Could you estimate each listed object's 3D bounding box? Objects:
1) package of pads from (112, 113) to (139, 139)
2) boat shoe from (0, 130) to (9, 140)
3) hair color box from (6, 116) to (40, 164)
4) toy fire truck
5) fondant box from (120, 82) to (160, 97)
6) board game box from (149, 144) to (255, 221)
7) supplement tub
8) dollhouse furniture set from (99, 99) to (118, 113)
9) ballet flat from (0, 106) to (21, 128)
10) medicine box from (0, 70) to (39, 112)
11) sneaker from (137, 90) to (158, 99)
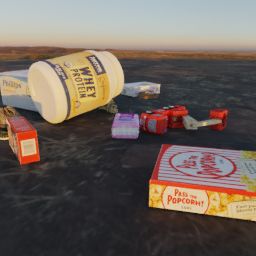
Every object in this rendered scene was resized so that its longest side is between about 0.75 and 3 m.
[{"bbox_3d":[-0.048,-0.078,8.420,0.776,0.487,1.287,4,17,2],"label":"package of pads"},{"bbox_3d":[-3.269,0.093,8.162,0.930,0.308,0.348,-12,21,-33],"label":"boat shoe"},{"bbox_3d":[-2.612,0.250,6.894,0.461,0.764,1.504,-10,19,-28],"label":"hair color box"},{"bbox_3d":[1.766,-0.236,8.751,2.416,0.589,1.704,-14,22,-39],"label":"toy fire truck"},{"bbox_3d":[0.610,-2.068,14.809,1.790,0.521,1.292,-14,22,-35],"label":"fondant box"},{"bbox_3d":[1.648,0.914,5.104,2.297,0.532,1.740,4,18,12],"label":"board game box"},{"bbox_3d":[-1.763,-1.561,9.882,2.872,2.074,2.074,-26,30,-36],"label":"supplement tub"},{"bbox_3d":[-0.597,-0.973,11.269,0.890,0.495,0.787,16,22,37],"label":"dollhouse furniture set"},{"bbox_3d":[-4.825,-0.491,9.350,2.917,0.676,0.983,7,14,20],"label":"ballet flat"},{"bbox_3d":[-3.594,-1.759,12.233,2.530,1.429,2.777,11,21,32],"label":"medicine box"},{"bbox_3d":[0.904,-1.667,13.754,1.045,0.372,0.588,3,20,-17],"label":"sneaker"}]
